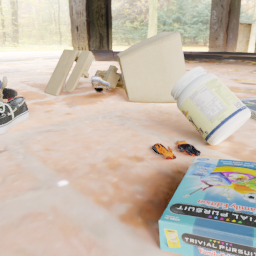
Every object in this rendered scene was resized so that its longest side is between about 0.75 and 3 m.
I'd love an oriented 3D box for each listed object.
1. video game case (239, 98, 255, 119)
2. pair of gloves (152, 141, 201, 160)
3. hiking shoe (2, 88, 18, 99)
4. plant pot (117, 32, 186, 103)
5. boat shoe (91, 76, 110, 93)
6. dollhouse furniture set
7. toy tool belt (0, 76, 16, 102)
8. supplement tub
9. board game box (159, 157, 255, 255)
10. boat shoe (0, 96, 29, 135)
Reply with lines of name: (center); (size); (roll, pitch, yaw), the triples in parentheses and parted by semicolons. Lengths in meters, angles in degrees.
video game case: (5.396, -0.741, 10.611); (2.404, 0.309, 2.644); (-5, 20, -14)
pair of gloves: (1.219, 0.563, 7.113); (1.126, 0.139, 1.003); (-3, 18, -16)
hiking shoe: (-5.741, -1.641, 12.874); (1.396, 0.529, 0.703); (-2, 22, -2)
plant pot: (0.968, -2.570, 12.586); (2.529, 2.853, 2.857); (-14, 20, -2)
boat shoe: (-1.203, -1.769, 11.953); (0.528, 0.529, 1.461); (5, -4, 22)
dollhouse furniture set: (-1.847, -2.052, 14.086); (2.814, 2.411, 2.959); (18, -9, 41)
toy tool belt: (-5.263, -1.353, 10.228); (2.772, 1.703, 1.731); (1, 19, 2)
supplement tub: (2.168, -0.608, 7.539); (1.338, 1.338, 1.846); (-19, 63, -43)
board game box: (1.646, 1.171, 4.413); (1.669, 0.519, 2.211); (2, 19, 26)
boat shoe: (-3.989, -0.439, 8.831); (0.963, 0.891, 2.608); (6, 20, 16)
